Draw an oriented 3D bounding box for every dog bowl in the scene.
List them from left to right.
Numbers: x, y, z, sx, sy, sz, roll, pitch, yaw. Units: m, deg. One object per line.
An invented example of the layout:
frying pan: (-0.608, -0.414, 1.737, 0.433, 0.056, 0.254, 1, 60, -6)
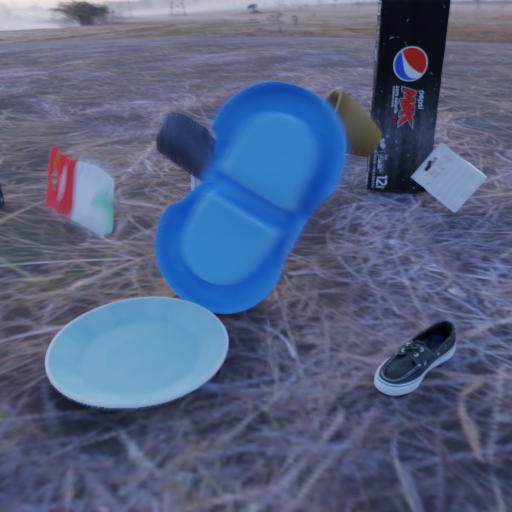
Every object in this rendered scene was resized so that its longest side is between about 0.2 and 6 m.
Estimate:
dog bowl: (-0.076, -0.886, 9.063, 2.108, 3.782, 0.937, 32, 10, 6)

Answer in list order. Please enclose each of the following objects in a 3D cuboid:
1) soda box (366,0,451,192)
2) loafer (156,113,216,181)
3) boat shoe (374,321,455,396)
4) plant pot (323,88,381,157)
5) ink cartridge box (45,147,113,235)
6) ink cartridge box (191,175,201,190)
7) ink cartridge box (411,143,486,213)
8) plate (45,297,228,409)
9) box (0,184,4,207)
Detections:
soda box: (3.604, -3.892, 13.604, 1.594, 4.504, 1.426, 3, 26, 9)
loafer: (-0.729, -1.583, 10.040, 2.392, 0.753, 0.860, 36, 45, -7)
boat shoe: (2.228, 1.372, 7.797, 1.642, 0.465, 0.564, -23, 35, -37)
plant pot: (1.739, -2.378, 10.565, 1.167, 1.087, 1.087, 27, 22, -16)
ink cartridge box: (-2.379, -0.892, 7.669, 0.276, 1.101, 0.886, -12, 66, 18)
ink cartridge box: (-1.075, -1.869, 13.801, 1.045, 0.763, 0.440, -1, 28, 0)
ink cartridge box: (4.329, -1.767, 12.629, 1.281, 1.030, 0.321, 41, 21, 7)
plate: (-1.648, 1.368, 7.959, 2.525, 0.323, 2.525, -1, 28, 0)
box: (-6.194, -1.390, 13.020, 0.365, 0.621, 0.611, 0, 27, 0)
